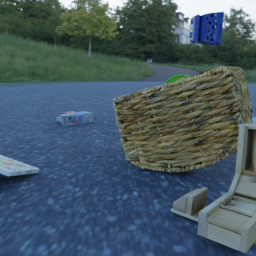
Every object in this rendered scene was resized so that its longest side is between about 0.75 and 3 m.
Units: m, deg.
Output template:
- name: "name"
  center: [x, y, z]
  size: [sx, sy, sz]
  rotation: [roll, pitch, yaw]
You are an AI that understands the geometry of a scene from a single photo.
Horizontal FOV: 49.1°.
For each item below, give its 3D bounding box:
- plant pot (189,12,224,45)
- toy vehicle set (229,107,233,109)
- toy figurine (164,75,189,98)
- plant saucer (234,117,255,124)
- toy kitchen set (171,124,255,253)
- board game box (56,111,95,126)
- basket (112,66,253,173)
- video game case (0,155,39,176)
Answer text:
- name: "plant pot"
  center: [2.882, -3.720, 10.515]
  size: [1.041, 1.157, 1.158]
  rotation: [0, 18, 2]
- name: "toy vehicle set"
  center: [6.123, -1.291, 16.716]
  size: [2.150, 0.285, 1.336]
  rotation: [6, 14, 28]
- name: "toy figurine"
  center: [3.282, -1.239, 13.686]
  size: [2.805, 2.106, 2.582]
  rotation: [32, 17, 26]
- name: "plant saucer"
  center: [4.938, -0.030, 10.465]
  size: [2.249, 0.433, 2.249]
  rotation: [0, 11, 0]
- name: "toy kitchen set"
  center: [1.487, 0.721, 4.377]
  size: [1.345, 1.488, 1.649]
  rotation: [9, 11, 39]
- name: "board game box"
  center: [-2.483, -0.455, 12.381]
  size: [1.483, 0.457, 1.482]
  rotation: [11, 16, 42]
- name: "basket"
  center: [1.469, -0.180, 6.877]
  size: [2.900, 2.070, 2.161]
  rotation: [-12, 5, 29]
- name: "video game case"
  center: [-2.714, 0.800, 6.131]
  size: [1.144, 0.131, 1.041]
  rotation: [16, -1, 16]
